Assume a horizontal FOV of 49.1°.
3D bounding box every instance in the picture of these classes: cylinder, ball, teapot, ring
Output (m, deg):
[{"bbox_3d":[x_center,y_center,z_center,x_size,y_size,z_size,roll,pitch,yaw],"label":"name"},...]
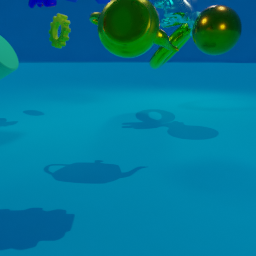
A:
[{"bbox_3d":[-3.261,-1.551,6.495,0.983,0.983,0.983,-27,8,15],"label":"cylinder"},{"bbox_3d":[2.377,-2.618,7.540,1.279,1.279,1.279,0,14,0],"label":"ball"},{"bbox_3d":[0.088,-1.768,5.104,1.786,1.110,0.874,22,1,10],"label":"teapot"},{"bbox_3d":[1.522,-2.807,9.494,0.413,2.065,2.065,46,20,0],"label":"ring"}]

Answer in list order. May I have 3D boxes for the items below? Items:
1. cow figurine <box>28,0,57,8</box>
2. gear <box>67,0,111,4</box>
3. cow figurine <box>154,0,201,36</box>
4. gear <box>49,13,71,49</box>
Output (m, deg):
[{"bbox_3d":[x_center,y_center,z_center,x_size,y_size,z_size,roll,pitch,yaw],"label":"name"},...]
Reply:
[{"bbox_3d":[-2.739,-4.257,8.740,1.192,1.212,0.665,-25,6,45],"label":"cow figurine"},{"bbox_3d":[-0.583,-2.329,3.619,1.640,1.640,0.303,-4,-24,-15],"label":"gear"},{"bbox_3d":[1.668,-3.479,8.384,1.503,1.528,0.839,-12,-15,-13],"label":"cow figurine"},{"bbox_3d":[-2.458,-3.458,10.009,0.213,1.154,1.154,-2,11,-44],"label":"gear"}]
